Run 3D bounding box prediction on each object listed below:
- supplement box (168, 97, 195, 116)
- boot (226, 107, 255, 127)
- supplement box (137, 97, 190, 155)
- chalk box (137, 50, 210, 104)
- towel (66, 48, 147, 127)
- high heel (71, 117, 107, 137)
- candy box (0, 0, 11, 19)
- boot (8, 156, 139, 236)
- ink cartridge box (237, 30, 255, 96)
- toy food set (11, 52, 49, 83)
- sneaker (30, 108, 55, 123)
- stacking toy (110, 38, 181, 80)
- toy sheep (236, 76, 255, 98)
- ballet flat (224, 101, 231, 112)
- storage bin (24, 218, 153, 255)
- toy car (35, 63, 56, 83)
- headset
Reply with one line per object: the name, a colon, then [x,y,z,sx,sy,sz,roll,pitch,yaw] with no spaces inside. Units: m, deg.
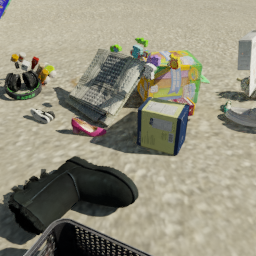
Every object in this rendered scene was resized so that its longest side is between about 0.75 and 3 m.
supplement box: [1.947,-0.782,11.037,1.201,0.515,0.663,-10,35,-14]
boot: [4.902,-0.639,10.231,2.441,1.166,0.898,18,37,25]
supplement box: [1.128,-0.087,9.158,1.431,1.433,0.962,15,36,21]
chalk box: [2.005,-2.151,11.921,2.927,1.812,1.821,-7,35,-9]
towel: [-0.966,-1.750,11.030,2.810,0.504,2.918,29,85,36]
high heel: [-1.385,-0.065,9.878,1.265,0.607,0.426,8,34,12]
candy box: [-4.401,-4.215,9.390,0.691,0.817,0.315,30,22,-22]
boot: [-1.397,1.728,6.841,2.694,0.997,2.207,16,34,34]
ink cartridge box: [3.827,-2.073,8.741,0.412,1.644,1.894,10,30,31]
toy food set: [-4.503,-2.791,12.854,1.697,0.763,0.810,22,46,-19]
sneaker: [-3.244,-0.533,10.852,1.028,0.376,0.575,28,39,23]
stacking toy: [0.625,-2.627,10.334,2.230,0.524,1.681,37,44,25]
toy sheep: [5.447,-1.831,12.134,1.539,1.061,1.061,35,44,15]
ballet flat: [4.075,-0.895,11.428,0.265,0.277,0.787,10,35,15]
storage bin: [-0.595,2.961,4.787,2.625,1.231,1.774,15,37,22]
toy car: [-3.929,-2.609,13.596,0.950,0.712,0.831,-45,80,-3]
headset: [-4.849,-2.296,12.718,1.555,1.183,2.518,-14,47,-21]
